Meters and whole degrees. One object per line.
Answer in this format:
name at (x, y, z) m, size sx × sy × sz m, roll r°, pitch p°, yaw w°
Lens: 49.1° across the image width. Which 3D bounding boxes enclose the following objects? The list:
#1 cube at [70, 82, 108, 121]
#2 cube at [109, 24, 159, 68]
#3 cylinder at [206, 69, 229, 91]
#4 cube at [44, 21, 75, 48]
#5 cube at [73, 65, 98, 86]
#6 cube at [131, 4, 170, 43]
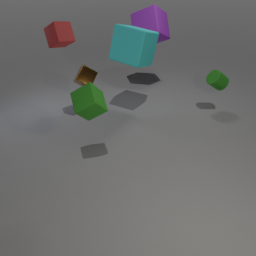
cube at (-1.094, -0.735, 7.918) m, size 0.700 × 0.700 × 0.700 m, roll -26°, pitch 64°, yaw 17°
cube at (0.247, -3.376, 11.500) m, size 1.400 × 1.400 × 1.400 m, roll 22°, pitch 24°, yaw 22°
cylinder at (3.902, -2.084, 12.203) m, size 0.700 × 0.700 × 0.700 m, roll 24°, pitch 15°, yaw -33°
cube at (-2.374, -3.233, 9.719) m, size 0.700 × 0.700 × 0.700 m, roll -8°, pitch 9°, yaw 45°
cube at (-1.791, -2.134, 11.774) m, size 0.700 × 0.700 × 0.700 m, roll 27°, pitch -10°, yaw -18°
cube at (1.142, -5.108, 14.116) m, size 1.400 × 1.400 × 1.400 m, roll -9°, pitch -2°, yaw 32°
